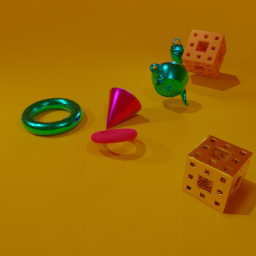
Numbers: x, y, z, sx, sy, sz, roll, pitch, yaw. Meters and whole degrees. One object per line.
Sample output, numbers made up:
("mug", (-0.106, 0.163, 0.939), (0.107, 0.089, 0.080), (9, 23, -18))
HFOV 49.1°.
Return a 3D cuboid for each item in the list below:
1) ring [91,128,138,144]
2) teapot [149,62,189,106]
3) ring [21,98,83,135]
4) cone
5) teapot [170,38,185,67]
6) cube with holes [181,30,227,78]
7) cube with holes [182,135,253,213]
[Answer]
("ring", (-0.389, 0.215, 7.924), (1.324, 0.265, 1.324), (-5, 6, 1))
("teapot", (1.467, -1.541, 9.641), (1.301, 2.093, 1.025), (-24, 43, 40))
("ring", (-2.480, -0.425, 9.210), (2.003, 0.401, 2.003), (0, 34, 0))
("cone", (-0.384, -0.443, 9.069), (1.234, 1.234, 1.239), (20, 65, 27))
("teapot", (2.347, -3.310, 12.664), (0.765, 1.562, 0.971), (-14, 31, 16))
("cube with holes", (3.141, -3.021, 11.458), (1.291, 1.291, 1.291), (19, -5, 26))
("cube with holes", (2.032, 1.015, 6.470), (1.066, 1.066, 1.066), (26, 42, 33))
